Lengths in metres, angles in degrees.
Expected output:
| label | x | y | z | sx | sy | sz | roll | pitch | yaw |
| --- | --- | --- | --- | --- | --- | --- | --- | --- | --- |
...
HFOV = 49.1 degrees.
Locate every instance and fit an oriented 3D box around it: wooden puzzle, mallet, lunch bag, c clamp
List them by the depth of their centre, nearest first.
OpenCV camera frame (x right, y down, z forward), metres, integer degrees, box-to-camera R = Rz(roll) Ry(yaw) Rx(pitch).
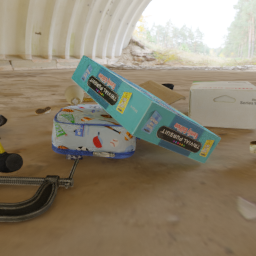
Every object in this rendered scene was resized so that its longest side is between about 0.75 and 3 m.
| label | x | y | z | sx | sy | sz | roll | pitch | yaw |
| --- | --- | --- | --- | --- | --- | --- | --- | --- | --- |
| c clamp | -1.842 | 0.955 | 4.375 | 2.004 | 0.271 | 1.712 | 0 | 19 | -5 |
| mallet | -2.225 | 0.027 | 4.639 | 0.532 | 1.617 | 0.333 | -2 | 22 | 39 |
| lunch bag | -0.678 | 0.026 | 6.617 | 1.944 | 0.917 | 2.426 | 5 | 15 | -4 |
| wooden puzzle | 0.577 | -1.004 | 10.261 | 2.328 | 0.434 | 2.154 | -22 | 34 | -19 |

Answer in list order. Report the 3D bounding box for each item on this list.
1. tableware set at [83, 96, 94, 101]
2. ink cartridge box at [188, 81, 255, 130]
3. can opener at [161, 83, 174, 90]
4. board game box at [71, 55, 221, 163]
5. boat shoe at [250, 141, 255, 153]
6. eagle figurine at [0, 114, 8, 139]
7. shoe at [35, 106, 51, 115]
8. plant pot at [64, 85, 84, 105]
| label | x | y | z | sx | sy | sz | roll | pitch | yaw |
| --- | --- | --- | --- | --- | --- | --- | --- | --- | --- |
| tableware set | -1.576 | -1.636 | 14.207 | 2.494 | 0.383 | 1.680 | 3 | 15 | 11 |
| ink cartridge box | 3.170 | -0.896 | 9.531 | 2.067 | 1.245 | 2.845 | 3 | 13 | 14 |
| can opener | 0.565 | -1.263 | 11.559 | 2.869 | 1.128 | 0.909 | -16 | 46 | -25 |
| board game box | 0.262 | -0.452 | 5.953 | 2.111 | 0.656 | 2.797 | 22 | 13 | -40 |
| boat shoe | 2.911 | 0.424 | 5.718 | 0.785 | 0.255 | 0.283 | 1 | 19 | 20 |
| eagle figurine | -3.969 | -0.205 | 7.690 | 1.011 | 1.016 | 1.339 | -23 | 24 | -8 |
| shoe | -3.210 | -0.609 | 10.594 | 0.275 | 0.210 | 0.787 | 38 | 31 | 13 |
| plant pot | -2.355 | -1.338 | 12.388 | 0.868 | 0.868 | 0.927 | -3 | 29 | -13 |
